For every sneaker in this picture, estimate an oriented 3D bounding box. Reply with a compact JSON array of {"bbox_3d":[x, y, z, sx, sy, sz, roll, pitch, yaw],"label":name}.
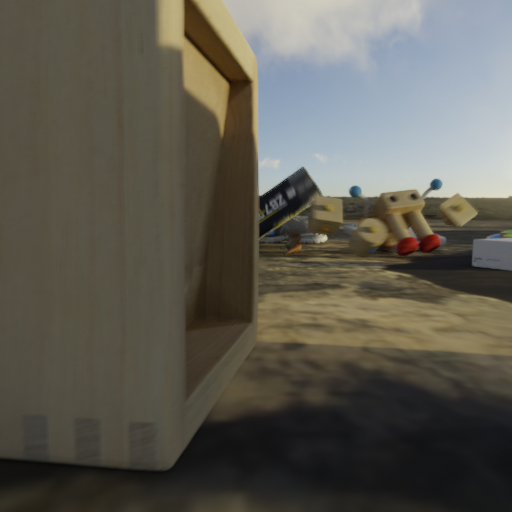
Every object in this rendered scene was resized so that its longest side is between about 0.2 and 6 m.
[{"bbox_3d":[0.639,-0.826,14.496,2.390,0.980,0.893,1,5,11],"label":"sneaker"}]

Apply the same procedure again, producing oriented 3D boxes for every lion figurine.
[{"bbox_3d":[0.713,-0.263,10.596,0.452,0.268,0.739,-22,-19,-21],"label":"lion figurine"}]

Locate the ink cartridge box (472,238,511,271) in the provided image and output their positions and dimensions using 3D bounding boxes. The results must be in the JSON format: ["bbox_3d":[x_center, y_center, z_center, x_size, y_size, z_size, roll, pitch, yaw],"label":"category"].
[{"bbox_3d":[3.863,-0.040,8.413,1.026,0.432,0.742,-3,6,-35],"label":"ink cartridge box"}]

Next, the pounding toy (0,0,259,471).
[{"bbox_3d":[-0.903,-0.525,2.897,1.641,2.308,2.125,1,5,9],"label":"pounding toy"}]

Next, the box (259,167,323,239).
[{"bbox_3d":[0.313,-0.894,11.323,2.103,0.641,2.609,-36,-1,8],"label":"box"}]

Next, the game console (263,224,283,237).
[{"bbox_3d":[0.072,-0.915,13.754,1.128,0.963,0.668,0,-5,10],"label":"game console"}]

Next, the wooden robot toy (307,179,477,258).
[{"bbox_3d":[2.445,-0.431,10.593,3.215,1.416,1.459,-7,-27,-16],"label":"wooden robot toy"}]

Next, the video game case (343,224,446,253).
[{"bbox_3d":[2.973,-0.454,12.153,1.490,0.180,1.635,-8,22,-28],"label":"video game case"}]

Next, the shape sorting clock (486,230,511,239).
[{"bbox_3d":[5.942,-0.290,9.903,3.489,0.684,3.489,0,5,0],"label":"shape sorting clock"}]
